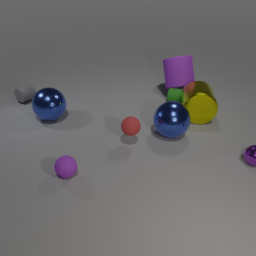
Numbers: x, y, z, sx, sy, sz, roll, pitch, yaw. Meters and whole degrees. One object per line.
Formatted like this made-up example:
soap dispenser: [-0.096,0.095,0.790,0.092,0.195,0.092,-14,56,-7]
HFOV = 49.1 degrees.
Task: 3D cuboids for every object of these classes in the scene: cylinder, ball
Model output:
cylinder: [2.987,-1.096,11.839,1.400,1.400,1.400,4,32,6]
cylinder: [2.457,-2.686,13.541,1.400,1.400,1.400,-8,7,1]
cylinder: [-4.853,-1.645,13.216,0.700,0.700,0.700,19,35,28]
ball: [-3.282,-0.989,11.674,1.400,1.400,1.400,0,31,0]
cylinder: [2.260,-1.488,13.156,0.700,0.700,0.700,12,33,20]
ball: [1.650,-0.316,10.574,1.400,1.400,1.400,0,31,0]
ball: [4.201,0.904,9.255,0.700,0.700,0.700,0,31,0]
ball: [-1.941,1.205,8.745,0.700,0.700,0.700,0,31,0]
ball: [0.103,-0.065,9.951,0.700,0.700,0.700,0,31,0]
